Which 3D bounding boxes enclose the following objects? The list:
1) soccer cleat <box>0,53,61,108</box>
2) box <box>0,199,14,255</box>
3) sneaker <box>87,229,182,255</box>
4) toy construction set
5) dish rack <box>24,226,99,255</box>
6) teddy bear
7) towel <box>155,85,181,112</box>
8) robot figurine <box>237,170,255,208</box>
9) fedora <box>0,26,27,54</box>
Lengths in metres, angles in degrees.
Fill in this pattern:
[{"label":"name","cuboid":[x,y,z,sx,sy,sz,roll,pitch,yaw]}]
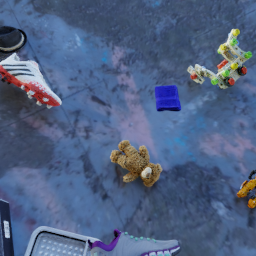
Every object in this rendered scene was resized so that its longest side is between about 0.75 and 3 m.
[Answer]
[{"label":"soccer cleat","cuboid":[-3.560,-1.820,10.446,2.966,1.018,1.264,29,70,15]},{"label":"box","cuboid":[-4.399,3.199,8.321,1.595,0.912,1.751,-13,67,-7]},{"label":"sneaker","cuboid":[0.217,2.837,6.750,2.360,0.878,1.033,-5,62,-30]},{"label":"toy construction set","cuboid":[3.575,-2.421,10.587,2.512,1.157,1.647,-37,96,-6]},{"label":"dish rack","cuboid":[-1.908,4.078,8.182,2.292,0.499,1.967,12,68,5]},{"label":"teddy bear","cuboid":[0.244,1.167,9.370,1.314,0.605,1.812,-32,70,-10]},{"label":"towel","cuboid":[1.192,-0.916,8.441,0.732,0.246,0.992,0,50,0]},{"label":"robot figurine","cuboid":[4.216,1.936,9.160,1.288,0.375,0.934,-40,73,-15]},{"label":"fedora","cuboid":[-4.898,-3.718,11.416,1.421,0.649,1.421,0,67,0]}]
